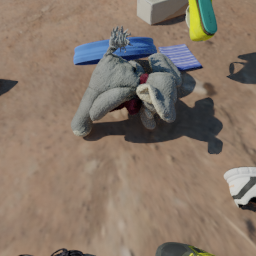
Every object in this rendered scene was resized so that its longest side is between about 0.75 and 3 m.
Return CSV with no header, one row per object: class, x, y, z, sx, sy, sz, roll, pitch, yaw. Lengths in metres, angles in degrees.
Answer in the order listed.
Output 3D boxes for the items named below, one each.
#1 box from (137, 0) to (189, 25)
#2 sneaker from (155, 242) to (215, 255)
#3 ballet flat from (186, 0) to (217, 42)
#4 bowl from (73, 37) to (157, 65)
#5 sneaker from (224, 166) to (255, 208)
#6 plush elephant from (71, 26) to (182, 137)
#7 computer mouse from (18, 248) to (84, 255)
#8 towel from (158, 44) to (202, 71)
box,1.628,-5.412,12.194,2.352,0.914,1.117,-25,52,-21
sneaker,1.510,2.508,4.977,2.078,0.879,0.774,17,49,15
ballet flat,2.036,-3.835,8.247,0.894,0.897,2.675,-2,86,-27
bowl,-0.404,-2.361,8.679,2.609,0.512,2.609,-7,11,1
sneaker,3.303,1.337,6.244,2.195,0.809,0.878,-4,61,2
plush elephant,0.239,-0.907,7.282,2.253,2.910,2.397,30,45,2
computer mouse,-1.421,3.151,4.690,1.440,0.548,2.080,-4,37,-4
towel,1.853,-2.567,10.098,1.122,0.185,1.550,-11,48,-11
